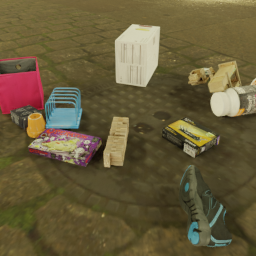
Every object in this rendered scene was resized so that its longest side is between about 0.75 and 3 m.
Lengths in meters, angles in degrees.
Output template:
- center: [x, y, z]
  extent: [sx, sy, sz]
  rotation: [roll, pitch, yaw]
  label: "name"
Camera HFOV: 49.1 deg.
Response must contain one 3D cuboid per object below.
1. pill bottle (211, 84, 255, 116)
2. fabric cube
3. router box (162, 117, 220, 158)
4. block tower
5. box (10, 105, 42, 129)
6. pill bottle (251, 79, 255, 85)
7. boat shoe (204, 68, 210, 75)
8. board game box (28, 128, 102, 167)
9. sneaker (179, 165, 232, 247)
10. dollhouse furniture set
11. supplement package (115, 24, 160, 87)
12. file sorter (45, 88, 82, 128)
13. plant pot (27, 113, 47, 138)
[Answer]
- center: [4.631, -1.119, 11.660]
  extent: [2.078, 1.209, 1.209]
  rotation: [-10, 36, -12]
  label: "pill bottle"
- center: [-4.728, -1.909, 12.274]
  extent: [1.766, 1.795, 1.801]
  rotation: [-10, 36, -12]
  label: "fabric cube"
- center: [2.263, 0.294, 10.225]
  extent: [1.294, 0.430, 1.645]
  rotation: [-24, 39, -30]
  label: "router box"
- center: [-0.368, 0.448, 9.915]
  extent: [0.638, 0.596, 2.207]
  rotation: [3, 35, 7]
  label: "block tower"
- center: [-4.052, -0.455, 11.194]
  extent: [0.888, 0.521, 0.873]
  rotation: [25, 35, 32]
  label: "box"
- center: [6.403, -1.688, 12.783]
  extent: [0.838, 0.838, 1.493]
  rotation: [-14, 37, -19]
  label: "pill bottle"
- center: [3.992, -3.035, 15.185]
  extent: [1.111, 0.388, 0.396]
  rotation: [-14, 27, -26]
  label: "boat shoe"
- center: [-2.211, 0.613, 9.953]
  extent: [2.222, 0.359, 1.333]
  rotation: [11, 32, 15]
  label: "board game box"
- center: [2.011, 2.061, 7.540]
  extent: [0.998, 0.892, 2.436]
  rotation: [12, 40, -9]
  label: "sneaker"
- center: [3.737, -1.794, 12.993]
  extent: [2.251, 1.415, 2.546]
  rotation: [-6, 26, 38]
  label: "dollhouse furniture set"
- center: [0.550, -3.869, 14.660]
  extent: [1.606, 2.257, 2.897]
  rotation: [10, 37, 13]
  label: "supplement package"
- center: [-2.515, -0.832, 11.105]
  extent: [1.214, 1.074, 1.750]
  rotation: [1, 26, -5]
  label: "file sorter"
- center: [-3.465, -0.145, 10.650]
  extent: [0.798, 0.731, 0.798]
  rotation: [0, 34, 0]
  label: "plant pot"
